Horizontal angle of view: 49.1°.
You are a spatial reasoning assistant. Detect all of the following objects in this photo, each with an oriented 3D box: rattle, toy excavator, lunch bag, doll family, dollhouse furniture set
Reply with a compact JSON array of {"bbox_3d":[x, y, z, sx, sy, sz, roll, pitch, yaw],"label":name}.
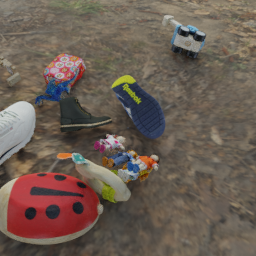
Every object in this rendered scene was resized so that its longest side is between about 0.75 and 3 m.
[{"bbox_3d":[-0.572,0.821,6.826,1.927,1.254,1.376,46,73,-15],"label":"rattle"},{"bbox_3d":[2.241,-3.916,11.574,1.920,0.986,1.975,19,40,4],"label":"toy excavator"},{"bbox_3d":[-2.229,-2.067,10.216,1.270,0.591,1.442,18,53,17],"label":"lunch bag"},{"bbox_3d":[-0.008,0.838,7.075,1.802,0.812,1.119,29,25,34],"label":"doll family"},{"bbox_3d":[-4.454,-2.104,10.117,1.100,0.570,0.487,39,64,16],"label":"dollhouse furniture set"}]

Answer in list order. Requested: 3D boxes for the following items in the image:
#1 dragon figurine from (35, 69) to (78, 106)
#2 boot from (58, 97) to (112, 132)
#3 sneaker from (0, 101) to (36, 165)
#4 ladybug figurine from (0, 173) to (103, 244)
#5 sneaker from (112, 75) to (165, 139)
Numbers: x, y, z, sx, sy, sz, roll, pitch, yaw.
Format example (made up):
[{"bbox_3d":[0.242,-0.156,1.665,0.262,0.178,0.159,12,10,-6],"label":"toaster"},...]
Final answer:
[{"bbox_3d":[-2.342,-1.281,9.057,0.884,1.778,0.523,29,29,-20],"label":"dragon figurine"},{"bbox_3d":[-1.326,-0.503,8.513,1.570,0.608,1.086,-8,89,-9],"label":"boot"},{"bbox_3d":[-3.508,0.120,7.691,1.113,1.173,2.914,19,47,6],"label":"sneaker"},{"bbox_3d":[-1.870,1.740,6.554,2.589,0.931,1.757,3,44,-5],"label":"ladybug figurine"},{"bbox_3d":[0.418,-0.572,8.568,0.924,1.028,2.499,-30,54,0],"label":"sneaker"}]
